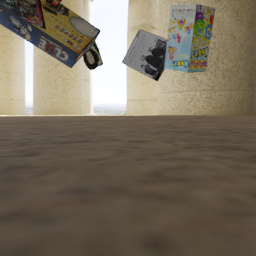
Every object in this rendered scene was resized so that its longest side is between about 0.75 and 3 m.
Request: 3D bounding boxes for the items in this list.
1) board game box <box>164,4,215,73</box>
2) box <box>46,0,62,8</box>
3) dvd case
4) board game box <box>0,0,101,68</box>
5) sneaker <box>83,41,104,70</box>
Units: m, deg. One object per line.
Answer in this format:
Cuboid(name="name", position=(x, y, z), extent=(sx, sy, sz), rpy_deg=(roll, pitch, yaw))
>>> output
Cuboid(name="board game box", position=(1.989, -2.888, 9.122), extent=(1.028, 1.996, 1.047), rpy_deg=(-12, 25, -40))
Cuboid(name="box", position=(-1.806, -3.498, 6.286), extent=(0.300, 1.029, 1.503), rpy_deg=(48, 13, 16))
Cuboid(name="dvd case", position=(0.785, -2.886, 10.931), extent=(0.258, 1.569, 2.088), rpy_deg=(21, 12, -49))
Cuboid(name="board game box", position=(-2.161, -2.726, 6.910), extent=(2.699, 0.467, 1.828), rpy_deg=(32, 37, -9))
Cuboid(name="sneaker", position=(-1.183, -2.568, 8.748), extent=(0.615, 1.600, 0.709), rpy_deg=(-16, 2, 24))
